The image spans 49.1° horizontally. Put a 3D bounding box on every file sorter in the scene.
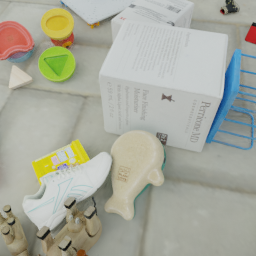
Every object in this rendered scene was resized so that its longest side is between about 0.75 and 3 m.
[{"bbox_3d":[3.065,-0.640,7.391,1.334,2.174,1.509,14,55,7],"label":"file sorter"}]

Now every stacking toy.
[{"bbox_3d":[-3.073,-2.544,9.788,2.843,1.201,2.573,-13,81,-6],"label":"stacking toy"}]

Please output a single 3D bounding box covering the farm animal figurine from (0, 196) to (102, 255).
[{"bbox_3d":[-1.909,2.673,5.593,2.807,1.411,2.267,-7,35,-1],"label":"farm animal figurine"}]

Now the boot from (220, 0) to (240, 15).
[{"bbox_3d":[4.156,-5.121,11.766,0.700,0.335,0.927,-17,55,-9],"label":"boot"}]

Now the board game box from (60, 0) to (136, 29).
[{"bbox_3d":[-1.241,-5.351,11.930,2.539,0.328,2.539,-32,60,-22],"label":"board game box"}]

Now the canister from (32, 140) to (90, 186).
[{"bbox_3d":[-1.679,0.962,7.167,1.312,0.568,0.975,-25,50,-15],"label":"canister"}]

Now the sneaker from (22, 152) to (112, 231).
[{"bbox_3d":[-1.342,1.280,6.385,2.317,0.815,0.928,-42,107,-12],"label":"sneaker"}]

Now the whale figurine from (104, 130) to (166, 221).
[{"bbox_3d":[0.177,1.145,6.905,1.695,1.106,2.131,9,75,31],"label":"whale figurine"}]

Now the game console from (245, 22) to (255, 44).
[{"bbox_3d":[5.236,-3.530,10.742,1.209,0.717,1.042,26,27,17],"label":"game console"}]

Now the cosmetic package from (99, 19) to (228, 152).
[{"bbox_3d":[0.960,-1.134,7.617,2.821,2.325,2.328,12,55,10],"label":"cosmetic package"}]

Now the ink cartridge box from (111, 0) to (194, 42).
[{"bbox_3d":[0.905,-3.827,10.332,1.906,1.106,2.641,31,60,20],"label":"ink cartridge box"}]
